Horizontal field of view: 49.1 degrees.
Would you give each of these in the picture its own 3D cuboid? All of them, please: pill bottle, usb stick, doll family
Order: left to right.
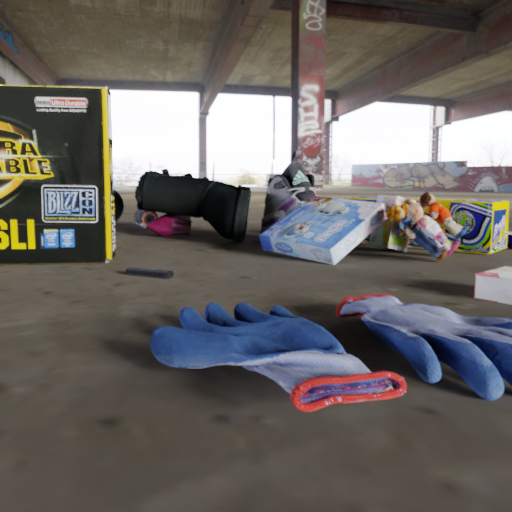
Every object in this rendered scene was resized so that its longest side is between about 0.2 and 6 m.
[{"bbox_3d":[-3.094,-1.067,15.817,0.564,0.564,1.061,-3,9,-20],"label":"pill bottle"},{"bbox_3d":[-1.583,0.252,8.321,0.780,0.127,0.216,4,10,26],"label":"usb stick"},{"bbox_3d":[2.925,-0.488,9.972,1.243,0.902,2.003,45,27,9],"label":"doll family"}]

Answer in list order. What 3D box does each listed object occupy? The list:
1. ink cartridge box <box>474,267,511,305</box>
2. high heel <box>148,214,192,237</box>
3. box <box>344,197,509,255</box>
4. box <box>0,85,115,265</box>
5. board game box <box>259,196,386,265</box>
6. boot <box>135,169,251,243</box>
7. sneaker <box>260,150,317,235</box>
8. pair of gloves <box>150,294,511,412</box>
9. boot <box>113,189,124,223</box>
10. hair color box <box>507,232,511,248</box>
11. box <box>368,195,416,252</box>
[{"bbox_3d":[3.217,0.347,6.960,0.989,0.334,0.576,-8,11,-42],"label":"ink cartridge box"},{"bbox_3d":[-2.185,-0.896,14.274,1.027,0.721,2.140,6,19,-9],"label":"high heel"},{"bbox_3d":[3.465,-0.706,11.754,3.200,1.029,1.121,6,10,39],"label":"box"},{"bbox_3d":[-4.319,-1.351,9.478,3.714,2.966,0.916,0,9,-7],"label":"box"},{"bbox_3d":[1.218,-0.527,10.271,1.672,0.364,1.680,13,40,43],"label":"board game box"},{"bbox_3d":[-1.470,-1.247,12.924,2.635,1.190,3.216,9,16,-5],"label":"boot"},{"bbox_3d":[1.015,-1.224,11.857,1.116,2.009,2.872,-6,10,-36],"label":"sneaker"},{"bbox_3d":[0.767,0.708,4.564,3.093,0.352,2.486,-2,7,-22],"label":"pair of gloves"},{"bbox_3d":[-3.808,-0.877,12.061,3.164,1.191,2.366,-22,14,-41],"label":"boot"},{"bbox_3d":[5.365,-0.318,11.602,0.525,0.311,0.960,-3,7,-22],"label":"hair color box"},{"bbox_3d":[2.660,-0.644,10.954,0.579,1.029,0.522,10,2,-36],"label":"box"}]
